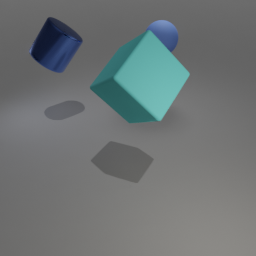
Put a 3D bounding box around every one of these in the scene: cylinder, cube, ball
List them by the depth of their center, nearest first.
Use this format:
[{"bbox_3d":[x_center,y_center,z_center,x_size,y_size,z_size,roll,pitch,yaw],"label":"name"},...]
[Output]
[{"bbox_3d":[0.245,-1.083,6.463,1.400,1.400,1.400,-56,22,-18],"label":"cube"},{"bbox_3d":[-2.558,-2.936,9.985,1.400,1.400,1.400,34,21,-15],"label":"cylinder"},{"bbox_3d":[1.359,-3.679,11.505,1.400,1.400,1.400,0,31,0],"label":"ball"}]
